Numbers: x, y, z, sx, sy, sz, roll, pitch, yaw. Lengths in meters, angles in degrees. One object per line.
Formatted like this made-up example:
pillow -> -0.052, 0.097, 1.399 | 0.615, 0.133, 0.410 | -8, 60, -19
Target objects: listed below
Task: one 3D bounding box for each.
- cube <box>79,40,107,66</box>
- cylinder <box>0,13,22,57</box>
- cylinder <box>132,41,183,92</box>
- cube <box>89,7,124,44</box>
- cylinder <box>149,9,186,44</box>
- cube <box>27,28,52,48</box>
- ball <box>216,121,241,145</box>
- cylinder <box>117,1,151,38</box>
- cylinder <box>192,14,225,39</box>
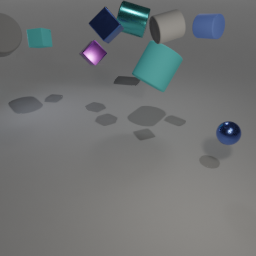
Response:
cube -> -1.363, -2.902, 10.910 | 0.700, 0.700, 0.700 | -48, 23, -5
cylinder -> -4.833, -3.457, 10.562 | 1.400, 1.400, 1.400 | -16, 14, -26
cylinder -> 1.073, -2.261, 10.371 | 1.400, 1.400, 1.400 | 29, 8, -4
cube -> -0.639, -3.087, 8.477 | 0.700, 0.700, 0.700 | -40, 3, 12
cylinder -> 0.991, -2.575, 7.127 | 0.700, 0.700, 0.700 | -20, 32, -10
cube -> -3.620, -3.681, 11.500 | 0.700, 0.700, 0.700 | 0, 13, 17
ball -> 2.928, 0.152, 8.156 | 0.700, 0.700, 0.700 | 0, 28, 0
cylinder -> 0.241, -5.268, 13.616 | 1.400, 1.400, 1.400 | 17, 29, 0
cylinder -> 2.411, -3.040, 8.373 | 0.700, 0.700, 0.700 | -25, 32, -37
